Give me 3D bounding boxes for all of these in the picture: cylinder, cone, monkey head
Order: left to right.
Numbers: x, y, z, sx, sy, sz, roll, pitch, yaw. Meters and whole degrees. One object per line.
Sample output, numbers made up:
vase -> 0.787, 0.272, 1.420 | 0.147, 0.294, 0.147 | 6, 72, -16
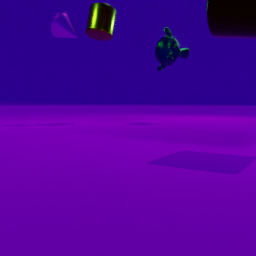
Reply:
cone -> -1.995, -3.284, 9.543 | 0.896, 0.892, 0.892 | 41, 24, 23
cylinder -> -0.984, -3.860, 10.241 | 1.011, 1.011, 1.011 | 8, -5, 1
monkey head -> 1.577, -2.804, 10.239 | 1.142, 1.588, 0.957 | -3, 24, -28
cylinder -> 1.769, -1.789, 3.981 | 0.991, 0.991, 0.991 | 14, 12, 34
